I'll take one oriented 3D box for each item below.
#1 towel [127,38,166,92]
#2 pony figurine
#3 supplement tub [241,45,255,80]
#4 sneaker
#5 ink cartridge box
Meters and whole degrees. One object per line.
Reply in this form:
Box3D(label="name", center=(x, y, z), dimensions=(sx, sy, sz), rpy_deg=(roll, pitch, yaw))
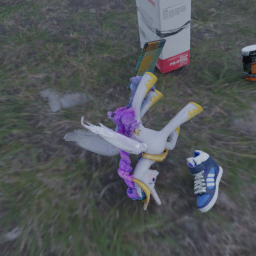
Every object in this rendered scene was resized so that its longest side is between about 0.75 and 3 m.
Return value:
Box3D(label="towel", center=(0.552, -1.895, 8.417), dimensions=(0.171, 1.579, 1.158), rpy_deg=(36, 36, 18))
Box3D(label="pony figurine", center=(0.139, 0.163, 6.228), dimensions=(2.549, 2.199, 2.641), rpy_deg=(32, 75, -13))
Box3D(label="supplement tub", center=(4.082, -2.122, 9.140), dimensions=(0.631, 1.029, 0.631), rpy_deg=(-14, 26, 7))
Box3D(label="sneaker", center=(1.551, 1.093, 6.184), dimensions=(0.913, 0.503, 1.247), rpy_deg=(39, 57, -12))
Box3D(label="ink cartridge box", center=(1.148, -3.543, 9.331), dimensions=(1.130, 2.680, 1.940), rpy_deg=(-22, 49, -8))
